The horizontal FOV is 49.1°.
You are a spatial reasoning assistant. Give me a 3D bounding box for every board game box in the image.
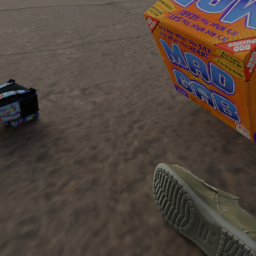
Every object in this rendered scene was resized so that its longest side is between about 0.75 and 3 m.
[{"bbox_3d":[2.829,-2.156,6.902,2.992,2.990,2.990,-42,49,-4],"label":"board game box"}]

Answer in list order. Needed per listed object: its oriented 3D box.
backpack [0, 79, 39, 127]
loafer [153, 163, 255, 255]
[{"bbox_3d":[-3.301,-0.597,7.581,1.293,0.953,1.416,23,39,31],"label":"backpack"},{"bbox_3d":[1.338,1.433,4.690,0.862,0.931,2.476,-6,33,-35],"label":"loafer"}]
